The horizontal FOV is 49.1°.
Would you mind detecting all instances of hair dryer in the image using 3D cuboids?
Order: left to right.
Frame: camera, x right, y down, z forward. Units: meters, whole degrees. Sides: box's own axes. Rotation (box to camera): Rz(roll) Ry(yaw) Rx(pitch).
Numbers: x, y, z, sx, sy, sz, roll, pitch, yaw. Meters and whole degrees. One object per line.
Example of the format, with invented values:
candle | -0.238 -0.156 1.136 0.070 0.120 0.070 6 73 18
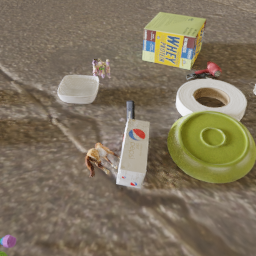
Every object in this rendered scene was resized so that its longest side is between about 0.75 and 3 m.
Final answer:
hair dryer | 3.643 -2.685 13.072 1.372 0.489 1.801 22 45 25

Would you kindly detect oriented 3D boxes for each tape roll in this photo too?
tape roll | 3.296 -1.050 11.206 2.727 0.498 2.727 0 42 0

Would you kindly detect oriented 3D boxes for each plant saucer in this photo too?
plant saucer | 2.774 0.412 9.227 2.910 0.452 2.910 -1 52 1

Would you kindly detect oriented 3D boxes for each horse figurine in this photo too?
horse figurine | -0.850 0.930 8.735 1.105 0.416 1.667 40 26 11

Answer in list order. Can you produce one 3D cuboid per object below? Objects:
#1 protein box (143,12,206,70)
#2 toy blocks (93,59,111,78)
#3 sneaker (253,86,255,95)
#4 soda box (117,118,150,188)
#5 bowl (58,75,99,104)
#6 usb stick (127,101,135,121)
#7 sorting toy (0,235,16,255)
protein box | 2.345 -4.462 14.157 2.488 1.679 2.470 16 44 17
toy blocks | -1.176 -2.585 12.532 0.803 0.859 0.723 -3 78 -9
sneaker | 5.946 -1.405 11.385 0.680 0.799 1.807 -22 46 -25
soda box | 0.200 0.727 8.955 0.791 0.739 2.321 10 41 -1
bowl | -2.020 -1.557 11.716 1.591 0.595 1.593 2 41 3
usb stick | 0.098 -0.452 10.034 0.295 1.062 0.173 1 6 17
sorting toy | -3.232 3.257 6.462 0.567 0.571 1.647 -10 39 25
